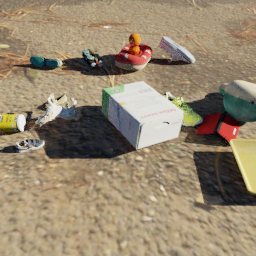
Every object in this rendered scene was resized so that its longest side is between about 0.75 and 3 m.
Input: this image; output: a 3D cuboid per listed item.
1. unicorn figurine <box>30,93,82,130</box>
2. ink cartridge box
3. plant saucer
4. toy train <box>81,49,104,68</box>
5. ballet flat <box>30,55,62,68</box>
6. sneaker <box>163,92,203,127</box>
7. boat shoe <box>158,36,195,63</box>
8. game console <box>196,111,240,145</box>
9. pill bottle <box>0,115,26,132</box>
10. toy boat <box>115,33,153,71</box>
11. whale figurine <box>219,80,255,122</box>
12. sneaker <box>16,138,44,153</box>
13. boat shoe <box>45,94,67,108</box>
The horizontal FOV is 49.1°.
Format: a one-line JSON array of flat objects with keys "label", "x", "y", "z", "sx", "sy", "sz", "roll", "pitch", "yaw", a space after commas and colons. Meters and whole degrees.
[{"label": "unicorn figurine", "x": -2.879, "y": -0.677, "z": 11.364, "sx": 2.022, "sy": 0.747, "sz": 1.389, "roll": 1, "pitch": 55, "yaw": -10}, {"label": "ink cartridge box", "x": 0.472, "y": -0.594, "z": 10.707, "sx": 1.987, "sy": 1.197, "sz": 2.735, "roll": -15, "pitch": 38, "yaw": -29}, {"label": "plant saucer", "x": 4.675, "y": 1.343, "z": 9.154, "sx": 2.335, "sy": 0.566, "sz": 2.335, "roll": 1, "pitch": 40, "yaw": 1}, {"label": "toy train", "x": -1.940, "y": -3.804, "z": 15.288, "sx": 0.960, "sy": 0.718, "sz": 1.685, "roll": -9, "pitch": 40, "yaw": -25}, {"label": "ballet flat", "x": -4.391, "y": -3.544, "z": 15.132, "sx": 1.826, "sy": 0.644, "sz": 0.596, "roll": 14, "pitch": 16, "yaw": 12}, {"label": "sneaker", "x": 2.137, "y": -0.757, "z": 11.490, "sx": 2.098, "sy": 0.802, "sz": 0.791, "roll": 32, "pitch": 48, "yaw": 32}, {"label": "boat shoe", "x": 2.606, "y": -4.069, "z": 15.516, "sx": 2.195, "sy": 0.936, "sz": 0.811, "roll": 31, "pitch": 36, "yaw": -7}, {"label": "game console", "x": 3.561, "y": 0.054, "z": 11.037, "sx": 1.246, "sy": 0.858, "sz": 1.446, "roll": 40, "pitch": 47, "yaw": -2}, {"label": "pill bottle", "x": -4.698, "y": -0.184, "z": 10.905, "sx": 1.210, "sy": 0.674, "sz": 0.674, "roll": -1, "pitch": 40, "yaw": 0}, {"label": "toy boat", "x": 0.322, "y": -4.181, "z": 14.912, "sx": 1.673, "sy": 1.676, "sz": 2.563, "roll": 13, "pitch": 41, "yaw": 15}, {"label": "whale figurine", "x": 4.888, "y": -1.152, "z": 11.740, "sx": 2.337, "sy": 1.524, "sz": 2.938, "roll": 17, "pitch": 19, "yaw": 8}, {"label": "sneaker", "x": -3.569, "y": 0.582, "z": 10.210, "sx": 0.991, "sy": 0.393, "sz": 0.389, "roll": -18, "pitch": 42, "yaw": -23}, {"label": "boat shoe", "x": -3.202, "y": -1.185, "z": 12.365, "sx": 0.393, "sy": 0.336, "sz": 1.071, "roll": 31, "pitch": 49, "yaw": 32}]
